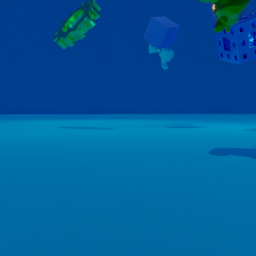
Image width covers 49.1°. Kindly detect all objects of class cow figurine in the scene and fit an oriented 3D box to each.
[{"bbox_3d":[1.227,-2.162,4.348,1.326,0.728,1.305,32,-12,38],"label":"cow figurine"}]

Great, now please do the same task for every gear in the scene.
[{"bbox_3d":[-1.815,-3.681,9.914,1.962,1.962,0.363,3,-30,46],"label":"gear"}]

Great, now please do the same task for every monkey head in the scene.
[{"bbox_3d":[1.504,-3.428,12.401,1.101,1.531,0.922,-2,31,-5],"label":"monkey head"}]

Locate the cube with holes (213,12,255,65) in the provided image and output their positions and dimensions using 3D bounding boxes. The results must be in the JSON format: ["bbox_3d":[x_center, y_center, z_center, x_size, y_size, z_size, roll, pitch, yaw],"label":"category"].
[{"bbox_3d":[3.335,-2.622,8.127,1.098,1.098,1.098,-22,24,-7],"label":"cube with holes"}]

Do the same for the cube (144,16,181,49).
[{"bbox_3d":[1.256,-3.511,10.297,0.828,0.828,0.828,42,43,22],"label":"cube"}]

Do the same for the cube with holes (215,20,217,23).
[{"bbox_3d":[3.537,-3.495,9.420,0.730,0.730,0.730,-39,26,17],"label":"cube with holes"}]
